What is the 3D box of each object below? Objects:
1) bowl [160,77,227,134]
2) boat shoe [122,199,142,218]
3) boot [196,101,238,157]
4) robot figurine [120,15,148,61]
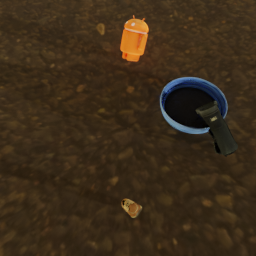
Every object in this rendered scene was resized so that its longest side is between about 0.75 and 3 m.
[{"bbox_3d":[2.036,-0.719,8.842,2.081,0.408,2.081,1,56,-1],"label":"bowl"},{"bbox_3d":[0.045,1.923,6.806,0.336,0.909,0.344,40,73,-9],"label":"boat shoe"},{"bbox_3d":[2.562,0.004,8.119,0.658,1.723,1.447,-24,95,14],"label":"boot"},{"bbox_3d":[0.211,-3.119,9.790,0.870,1.491,1.073,13,23,0],"label":"robot figurine"}]
